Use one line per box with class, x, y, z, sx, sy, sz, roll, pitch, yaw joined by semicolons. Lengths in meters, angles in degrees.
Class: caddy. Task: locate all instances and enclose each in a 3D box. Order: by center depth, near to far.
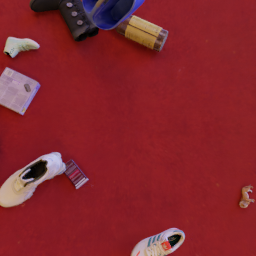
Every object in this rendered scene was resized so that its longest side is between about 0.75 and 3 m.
caddy;-0.491;-4.042;8.584;1.569;2.220;1.165;54;49;-9

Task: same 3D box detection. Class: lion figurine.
lion figurine;4.430;2.552;10.544;0.538;0.318;0.878;-1;65;7

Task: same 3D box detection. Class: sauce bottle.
sauce bottle;0.190;-4.138;11.504;2.908;0.941;0.941;27;80;4

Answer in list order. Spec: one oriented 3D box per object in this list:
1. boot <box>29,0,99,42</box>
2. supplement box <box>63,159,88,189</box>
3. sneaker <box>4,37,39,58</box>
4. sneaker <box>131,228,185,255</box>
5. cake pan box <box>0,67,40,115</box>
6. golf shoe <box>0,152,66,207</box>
boot;-2.658;-4.639;11.729;2.064;0.822;2.505;-31;85;-4
supplement box;-2.038;1.753;10.660;0.548;0.307;1.008;-39;81;-7
sneaker;-4.387;-3.214;11.520;1.440;0.530;0.849;10;73;12
sneaker;0.941;3.678;8.718;1.888;0.883;0.665;-22;73;-13
cake pan box;-4.590;-1.499;11.259;1.583;0.414;1.458;25;78;5
golf shoe;-3.703;1.828;10.009;2.906;1.413;1.138;-38;80;3
